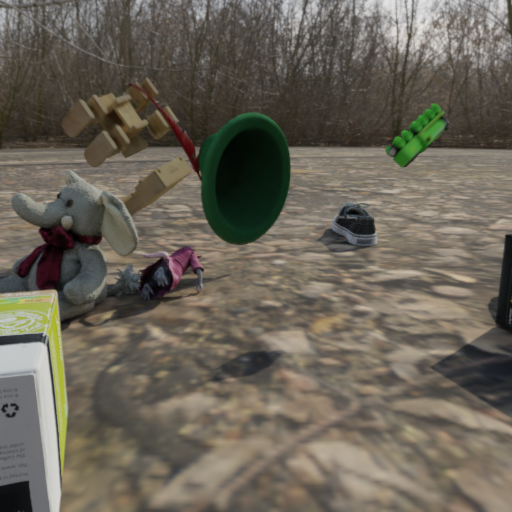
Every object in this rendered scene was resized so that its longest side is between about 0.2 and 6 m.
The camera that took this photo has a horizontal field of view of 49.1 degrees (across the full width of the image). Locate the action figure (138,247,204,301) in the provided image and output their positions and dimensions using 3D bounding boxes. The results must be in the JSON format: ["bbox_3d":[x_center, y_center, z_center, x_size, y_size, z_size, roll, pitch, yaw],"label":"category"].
[{"bbox_3d":[-1.105,0.114,7.301,0.755,0.839,1.127,1,26,28],"label":"action figure"}]

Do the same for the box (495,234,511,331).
[{"bbox_3d":[3.458,0.391,5.456,1.266,1.059,1.704,-5,14,-20],"label":"box"}]

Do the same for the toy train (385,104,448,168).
[{"bbox_3d":[1.963,-1.444,6.698,1.258,0.355,0.262,-41,-7,-36],"label":"toy train"}]

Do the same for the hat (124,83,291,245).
[{"bbox_3d":[-0.734,-1.424,8.614,1.913,2.173,1.800,18,20,41],"label":"hat"}]

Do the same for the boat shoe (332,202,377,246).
[{"bbox_3d":[1.891,-0.708,10.861,0.713,0.660,1.931,0,14,1],"label":"boat shoe"}]

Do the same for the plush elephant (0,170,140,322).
[{"bbox_3d":[-2.255,-0.177,6.683,2.051,1.588,1.689,-12,18,-40],"label":"plush elephant"}]

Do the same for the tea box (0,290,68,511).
[{"bbox_3d":[-1.972,0.925,3.333,1.521,1.016,1.496,-4,13,-16],"label":"tea box"}]

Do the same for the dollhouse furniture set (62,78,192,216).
[{"bbox_3d":[-2.145,-1.761,9.336,1.213,1.826,1.600,-29,9,42],"label":"dollhouse furniture set"}]
